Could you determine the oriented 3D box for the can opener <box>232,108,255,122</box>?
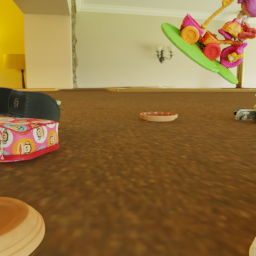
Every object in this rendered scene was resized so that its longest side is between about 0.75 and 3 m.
[{"bbox_3d":[4.273,-0.511,9.209,1.633,0.435,0.546,-1,44,-8],"label":"can opener"}]

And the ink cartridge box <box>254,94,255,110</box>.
[{"bbox_3d":[4.322,-0.592,8.801,0.511,0.985,0.292,-2,-34,-11],"label":"ink cartridge box"}]

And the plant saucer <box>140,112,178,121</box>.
[{"bbox_3d":[1.048,-0.394,9.664,1.296,0.209,1.296,1,10,0],"label":"plant saucer"}]

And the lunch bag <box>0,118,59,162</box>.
[{"bbox_3d":[-2.180,0.129,5.203,1.675,0.686,1.475,3,10,18],"label":"lunch bag"}]

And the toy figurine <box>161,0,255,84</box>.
[{"bbox_3d":[1.372,-1.451,3.683,1.396,1.284,1.048,33,31,-12],"label":"toy figurine"}]

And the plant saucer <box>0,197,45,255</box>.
[{"bbox_3d":[-1.311,0.864,2.381,1.155,0.216,1.155,1,10,0],"label":"plant saucer"}]

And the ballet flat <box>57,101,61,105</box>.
[{"bbox_3d":[-3.785,-1.187,14.109,0.923,0.326,0.326,-6,12,-36],"label":"ballet flat"}]

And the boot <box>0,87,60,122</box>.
[{"bbox_3d":[-3.506,-0.728,7.902,2.290,0.911,2.631,9,-6,38],"label":"boot"}]

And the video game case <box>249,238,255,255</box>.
[{"bbox_3d":[2.514,0.883,2.018,2.562,0.293,2.332,7,12,37],"label":"video game case"}]
